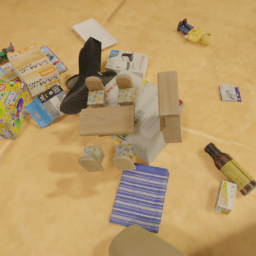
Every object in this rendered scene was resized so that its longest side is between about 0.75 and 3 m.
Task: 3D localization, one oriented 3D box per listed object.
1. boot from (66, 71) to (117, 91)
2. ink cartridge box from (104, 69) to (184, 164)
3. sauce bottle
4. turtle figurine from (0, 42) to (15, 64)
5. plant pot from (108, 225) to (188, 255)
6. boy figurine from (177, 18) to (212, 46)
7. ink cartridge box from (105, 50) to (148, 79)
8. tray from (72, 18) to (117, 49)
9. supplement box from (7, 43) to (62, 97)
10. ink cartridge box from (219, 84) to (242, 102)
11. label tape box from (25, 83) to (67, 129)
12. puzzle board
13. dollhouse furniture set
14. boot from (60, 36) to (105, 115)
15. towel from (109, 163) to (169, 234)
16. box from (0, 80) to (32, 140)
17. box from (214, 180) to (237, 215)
[{"bbox_3d":[-1.385,-1.536,11.707,2.370,0.802,1.548,-9,60,-6],"label":"boot"},{"bbox_3d":[0.306,-0.438,10.144,2.636,1.906,1.915,34,66,22],"label":"ink cartridge box"},{"bbox_3d":[3.510,1.358,9.729,0.677,0.677,2.093,-27,59,-18],"label":"sauce bottle"},{"bbox_3d":[-6.093,-3.249,12.746,1.857,1.390,0.935,-25,93,-22],"label":"turtle figurine"},{"bbox_3d":[0.612,3.791,7.312,2.258,2.258,2.411,-32,47,-20],"label":"plant pot"},{"bbox_3d":[3.341,-4.713,14.006,1.203,0.623,1.935,-32,59,-24],"label":"boy figurine"},{"bbox_3d":[-0.045,-2.763,12.564,1.698,0.711,1.232,10,56,7],"label":"ink cartridge box"},{"bbox_3d":[-1.701,-4.667,14.173,1.303,0.269,2.427,-29,60,-20],"label":"tray"},{"bbox_3d":[-4.043,-2.539,12.045,1.406,0.820,2.231,-31,59,-20],"label":"supplement box"},{"bbox_3d":[4.402,-1.499,12.016,0.880,0.179,0.878,2,55,1],"label":"ink cartridge box"},{"bbox_3d":[-3.041,-0.864,10.953,1.542,0.488,1.112,-39,95,-24],"label":"label tape box"},{"bbox_3d":[-4.504,-2.712,12.829,2.825,0.246,2.129,-32,61,-21],"label":"puzzle board"},{"bbox_3d":[-0.026,-0.378,7.865,2.929,1.906,2.691,-4,64,11],"label":"dollhouse furniture set"},{"bbox_3d":[-1.819,-2.072,10.976,2.207,0.879,2.677,-34,47,25],"label":"boot"},{"bbox_3d":[0.437,2.226,9.362,1.626,0.268,2.247,11,56,8],"label":"towel"},{"bbox_3d":[-5.072,-0.767,10.885,1.900,1.203,1.973,7,56,4],"label":"box"},{"bbox_3d":[3.190,2.281,9.169,0.471,0.523,0.930,17,58,12],"label":"box"}]
